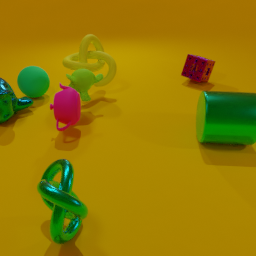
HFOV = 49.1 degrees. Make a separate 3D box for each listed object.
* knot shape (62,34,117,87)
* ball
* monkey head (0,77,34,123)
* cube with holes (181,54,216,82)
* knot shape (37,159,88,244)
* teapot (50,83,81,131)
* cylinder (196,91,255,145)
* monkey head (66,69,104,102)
[{"bbox_3d":[-1.043,-1.965,8.571,1.514,0.748,1.618,44,60,0],"label":"knot shape"},{"bbox_3d":[-2.873,-1.409,8.537,0.951,0.951,0.951,0,31,0],"label":"ball"},{"bbox_3d":[-3.286,-0.848,7.376,1.399,1.172,1.944,-29,37,-35],"label":"monkey head"},{"bbox_3d":[2.409,-2.048,9.615,0.743,0.743,0.743,28,24,30],"label":"cube with holes"},{"bbox_3d":[-0.947,1.036,4.035,0.570,1.233,1.154,-15,-10,-18],"label":"knot shape"},{"bbox_3d":[-1.504,-0.543,6.701,0.700,0.889,1.430,0,58,-2],"label":"teapot"},{"bbox_3d":[2.244,-0.232,6.372,1.191,1.191,1.191,3,31,4],"label":"cylinder"},{"bbox_3d":[-1.164,-1.168,7.474,1.106,0.666,0.796,-9,62,-37],"label":"monkey head"}]
